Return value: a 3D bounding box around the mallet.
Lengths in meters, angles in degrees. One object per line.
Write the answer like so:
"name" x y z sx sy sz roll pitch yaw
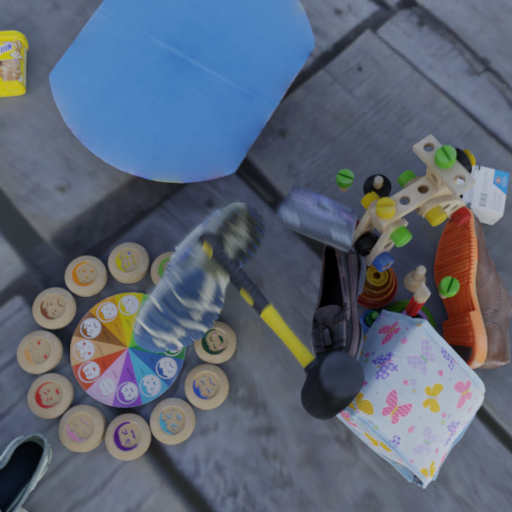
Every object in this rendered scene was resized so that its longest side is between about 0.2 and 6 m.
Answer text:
"mallet" 0.251 0.773 7.615 0.651 1.041 3.162 -31 76 -28

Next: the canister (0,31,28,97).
"canister" -5.301 -4.013 11.766 0.932 0.543 1.255 -6 73 -2

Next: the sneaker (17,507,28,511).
"sneaker" -4.714 4.345 8.819 2.557 0.955 1.031 12 71 3

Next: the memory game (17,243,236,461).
"memory game" -2.308 1.605 10.049 3.937 0.251 3.937 0 72 -1

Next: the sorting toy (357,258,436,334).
"sorting toy" 2.373 0.889 10.004 1.204 0.822 2.003 -39 76 -11

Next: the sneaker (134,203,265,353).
"sneaker" -1.063 0.362 9.881 1.167 1.290 3.029 42 83 -24

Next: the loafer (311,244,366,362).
"loafer" 1.213 0.836 8.989 0.761 0.868 2.416 38 48 -31

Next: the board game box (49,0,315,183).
"board game box" -1.396 -3.826 11.512 4.158 1.025 5.263 30 80 5

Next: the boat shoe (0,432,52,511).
"boat shoe" -4.159 3.817 8.404 1.027 0.872 2.821 38 46 -1

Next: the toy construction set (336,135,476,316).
"toy construction set" 2.631 -0.600 9.089 2.262 2.084 2.712 -6 69 2

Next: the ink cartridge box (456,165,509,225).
"ink cartridge box" 4.109 -1.254 10.850 1.286 0.552 0.942 15 72 6

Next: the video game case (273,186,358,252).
"video game case" 1.031 -0.656 9.183 1.227 1.718 0.163 22 115 4

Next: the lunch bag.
"lunch bag" 2.492 2.379 9.182 2.317 1.473 1.965 43 77 -17

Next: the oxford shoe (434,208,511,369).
"oxford shoe" 3.988 0.577 10.159 1.068 1.045 2.931 6 76 -18
